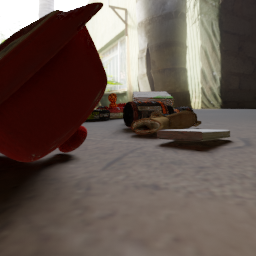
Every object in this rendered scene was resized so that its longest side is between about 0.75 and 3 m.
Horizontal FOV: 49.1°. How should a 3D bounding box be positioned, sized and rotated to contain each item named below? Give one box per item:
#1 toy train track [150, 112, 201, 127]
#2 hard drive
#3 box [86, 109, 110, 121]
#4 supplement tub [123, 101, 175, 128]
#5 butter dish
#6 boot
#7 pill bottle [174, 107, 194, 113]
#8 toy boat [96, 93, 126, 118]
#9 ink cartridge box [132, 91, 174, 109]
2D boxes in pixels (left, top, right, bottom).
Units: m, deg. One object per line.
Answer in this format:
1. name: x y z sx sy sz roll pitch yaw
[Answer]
1. toy train track: 1.729 -0.236 10.013 1.920 0.312 1.101 10 -25 -15
2. hard drive: 1.616 0.148 6.707 1.103 0.220 1.673 1 2 39
3. box: -2.571 -0.741 15.501 2.099 0.580 2.621 -3 6 -39
4. supplement tub: 0.813 -0.515 10.566 1.866 0.998 0.998 -2 5 -27
5. butter dish: -1.477 -0.406 4.689 2.790 2.062 2.782 7 53 50
6. boot: 1.192 -0.133 8.675 1.637 0.618 1.870 -12 -1 24
7. pill bottle: 2.752 -0.709 14.329 0.722 0.722 1.359 4 7 41
8. toy boat: -0.913 -1.406 17.485 1.544 1.547 2.366 4 6 37
9. ink cartridge box: 1.114 -1.133 13.432 1.789 1.033 2.459 1 13 0
